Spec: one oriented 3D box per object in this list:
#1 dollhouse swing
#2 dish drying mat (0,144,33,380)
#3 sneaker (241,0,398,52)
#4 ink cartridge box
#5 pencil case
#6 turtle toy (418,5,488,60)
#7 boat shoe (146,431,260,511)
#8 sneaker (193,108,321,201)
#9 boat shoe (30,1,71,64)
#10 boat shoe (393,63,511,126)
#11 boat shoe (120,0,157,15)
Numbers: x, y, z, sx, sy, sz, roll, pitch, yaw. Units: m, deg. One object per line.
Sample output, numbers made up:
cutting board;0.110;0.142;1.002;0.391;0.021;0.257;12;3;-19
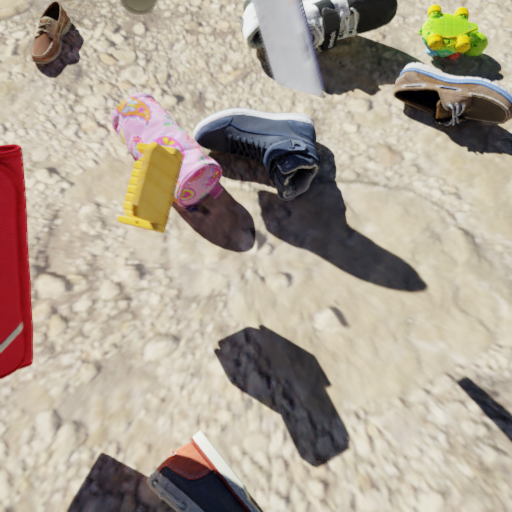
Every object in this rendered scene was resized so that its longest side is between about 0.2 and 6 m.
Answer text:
dollhouse swing;-1.683;-1.036;7.913;1.094;1.058;1.204;14;88;28
dish drying mat;-3.256;0.316;6.506;1.274;3.316;0.302;-16;45;-35
sneaker;1.373;-5.033;12.367;3.457;1.281;1.530;-2;58;10
ink cartridge box;0.463;-2.656;6.929;0.255;1.253;1.256;-29;34;-12
pencil case;-1.694;-2.005;10.616;1.101;1.101;2.518;-35;66;-19
turtle toy;4.378;-4.848;12.447;1.585;0.801;1.155;7;67;2
boat shoe;-0.148;3.722;7.050;0.997;1.134;3.187;-37;63;-16
sneaker;0.028;-1.903;10.584;2.420;0.920;1.749;-2;56;-3
boat shoe;-4.746;-5.087;12.700;0.672;0.637;1.774;3;59;2
boat shoe;3.979;-3.111;11.435;2.482;0.896;0.898;25;66;26
boat shoe;-1.751;-5.191;8.983;0.861;2.415;0.727;11;40;-18
